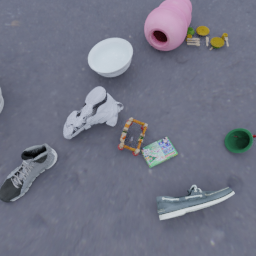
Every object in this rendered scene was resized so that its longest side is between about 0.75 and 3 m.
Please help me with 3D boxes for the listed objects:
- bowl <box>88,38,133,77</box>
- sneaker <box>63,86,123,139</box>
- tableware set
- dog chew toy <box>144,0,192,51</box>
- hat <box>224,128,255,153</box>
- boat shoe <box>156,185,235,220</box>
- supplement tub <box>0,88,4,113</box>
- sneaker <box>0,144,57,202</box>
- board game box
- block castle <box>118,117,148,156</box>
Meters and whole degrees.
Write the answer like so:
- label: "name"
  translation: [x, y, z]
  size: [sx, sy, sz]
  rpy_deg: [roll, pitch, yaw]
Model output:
- label: "bowl"
  translation: [-0.651, -2.804, 11.800]
  size: [1.911, 0.859, 1.911]
  rpy_deg: [-6, 59, 11]
- label: "sneaker"
  translation: [-1.292, -0.321, 10.613]
  size: [2.445, 1.405, 0.919]
  rpy_deg: [-47, 39, 17]
- label: "tableware set"
  translation: [3.618, -4.172, 12.952]
  size: [1.990, 0.305, 1.341]
  rpy_deg: [3, 61, 3]
- label: "dog chew toy"
  translation: [1.954, -4.822, 12.486]
  size: [1.862, 1.862, 2.991]
  rpy_deg: [24, 58, 12]
- label: "hat"
  translation: [4.416, 0.595, 10.676]
  size: [1.169, 1.029, 0.968]
  rpy_deg: [-10, 66, 34]
- label: "boat shoe"
  translation: [2.214, 2.318, 9.348]
  size: [2.645, 0.963, 0.817]
  rpy_deg: [-17, 69, -3]
- label: "supplement tub"
  translation: [-5.954, -1.533, 10.145]
  size: [2.100, 2.908, 2.100]
  rpy_deg: [0, 62, 0]
- label: "sneaker"
  translation: [-3.584, 1.384, 9.544]
  size: [0.915, 1.408, 2.438]
  rpy_deg: [37, 69, 16]
- label: "board game box"
  translation: [1.152, 0.895, 10.481]
  size: [1.173, 0.171, 0.790]
  rpy_deg: [-24, 67, -11]
- label: "block castle"
  translation: [0.180, 0.324, 10.547]
  size: [0.858, 0.603, 1.285]
  rpy_deg: [21, 71, -3]
